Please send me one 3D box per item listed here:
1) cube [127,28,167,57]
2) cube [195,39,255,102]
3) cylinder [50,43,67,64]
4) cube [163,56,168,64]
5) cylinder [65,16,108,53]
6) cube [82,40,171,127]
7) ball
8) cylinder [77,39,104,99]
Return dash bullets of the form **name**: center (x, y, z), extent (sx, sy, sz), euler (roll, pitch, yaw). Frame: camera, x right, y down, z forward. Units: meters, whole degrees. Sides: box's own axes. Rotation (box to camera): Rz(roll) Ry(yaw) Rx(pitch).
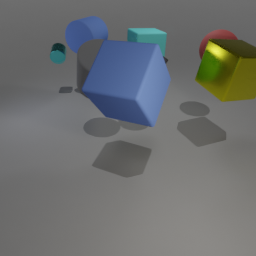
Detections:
- **cube**: center (0.818, -3.780, 12.948), extent (1.400, 1.400, 1.400), euler (-7, 29, -17)
- **cube**: center (3.151, -1.761, 8.454), extent (1.400, 1.400, 1.400), euler (-7, 39, -26)
- **cylinder**: center (-3.190, -3.416, 12.830), extent (0.700, 0.700, 0.700), euler (-2, 46, -4)
- **cube**: center (0.967, -2.338, 10.425), extent (0.700, 0.700, 0.700), euler (35, 79, 2)
- **cylinder**: center (-1.788, -4.076, 12.276), extent (1.400, 1.400, 1.400), euler (13, 32, 20)
- **cube**: center (0.030, -1.032, 6.586), extent (1.400, 1.400, 1.400), euler (13, 72, 25)
- **ball**: center (3.285, -2.811, 10.091), extent (1.400, 1.400, 1.400), euler (0, 31, 0)
- **cylinder**: center (-0.911, -1.809, 8.857), extent (1.400, 1.400, 1.400), euler (5, 60, -8)
